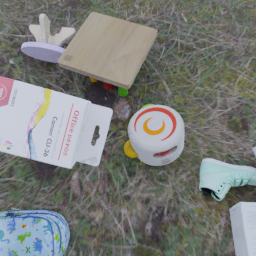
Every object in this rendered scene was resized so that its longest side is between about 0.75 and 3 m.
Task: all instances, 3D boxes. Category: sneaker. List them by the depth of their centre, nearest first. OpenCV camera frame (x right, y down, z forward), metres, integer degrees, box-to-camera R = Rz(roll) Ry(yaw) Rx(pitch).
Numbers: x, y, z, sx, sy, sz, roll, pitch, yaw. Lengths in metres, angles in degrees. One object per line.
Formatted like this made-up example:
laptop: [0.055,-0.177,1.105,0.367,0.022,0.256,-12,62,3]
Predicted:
sneaker: [3.260,1.795,8.698,2.127,0.783,1.254,12,58,17]

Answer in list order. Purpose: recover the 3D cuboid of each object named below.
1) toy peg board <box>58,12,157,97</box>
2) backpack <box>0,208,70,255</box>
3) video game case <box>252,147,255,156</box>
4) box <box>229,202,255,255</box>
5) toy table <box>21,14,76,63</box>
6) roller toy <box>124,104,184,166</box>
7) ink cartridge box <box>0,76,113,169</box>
toy peg board: [-0.673,-2.677,10.708,2.778,1.364,2.790,20,64,13]
backpack: [-2.757,3.100,7.688,2.276,1.750,1.857,1,68,-16]
video game case: [5.007,1.533,8.365,2.398,0.545,2.174,6,59,-33]
box: [3.750,3.198,7.881,1.246,0.977,2.004,2,62,0]
toy table: [-3.022,-3.363,10.905,2.066,1.899,1.210,11,80,-1]
roller toy: [0.935,0.289,9.154,1.759,1.348,1.929,21,62,23]
ink cartridge box: [-2.004,-0.084,7.046,2.990,1.009,1.742,14,92,-4]
